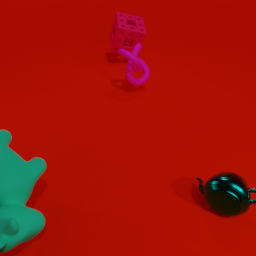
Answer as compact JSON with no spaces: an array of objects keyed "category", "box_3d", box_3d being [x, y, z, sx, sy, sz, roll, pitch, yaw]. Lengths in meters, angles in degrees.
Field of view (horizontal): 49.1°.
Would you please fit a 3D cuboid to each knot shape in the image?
[{"category":"knot shape","box_3d":[0.223,-2.180,9.098,0.639,1.384,1.295,-14,44,21]}]

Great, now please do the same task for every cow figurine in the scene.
[{"category":"cow figurine","box_3d":[-2.014,1.005,4.440,1.726,0.948,1.699,44,27,-11]}]

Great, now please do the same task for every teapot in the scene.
[{"category":"teapot","box_3d":[1.786,1.141,5.103,1.343,0.835,0.658,3,34,38]}]

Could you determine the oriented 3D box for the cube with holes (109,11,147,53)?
[{"category":"cube with holes","box_3d":[-0.036,-3.697,11.086,1.107,1.107,1.107,6,51,-17]}]
